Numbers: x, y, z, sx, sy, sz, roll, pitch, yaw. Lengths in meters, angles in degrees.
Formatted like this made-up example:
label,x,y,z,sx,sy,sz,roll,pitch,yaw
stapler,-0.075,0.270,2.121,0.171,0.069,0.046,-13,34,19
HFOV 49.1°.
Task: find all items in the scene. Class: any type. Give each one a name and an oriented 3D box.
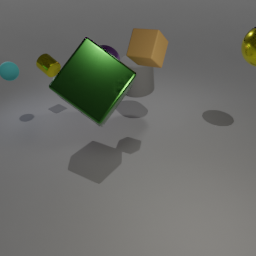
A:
label,x,y,z,sx,sy,sz,roll,pitch,yaw
cube,-0.802,-1.010,6.740,1.400,1.400,1.400,36,-4,-1
cube,0.483,-1.947,6.856,0.700,0.700,0.700,14,-1,28
cylinder,-3.192,-2.514,11.261,0.700,0.700,0.700,39,44,17
cylinder,0.381,-2.213,11.726,1.400,1.400,1.400,-4,37,3
ball,-4.405,-2.103,10.382,0.700,0.700,0.700,0,31,0
ball,4.534,-2.736,9.365,1.400,1.400,1.400,0,31,0
cylinder,-1.085,-2.571,11.831,1.400,1.400,1.400,3,40,4
